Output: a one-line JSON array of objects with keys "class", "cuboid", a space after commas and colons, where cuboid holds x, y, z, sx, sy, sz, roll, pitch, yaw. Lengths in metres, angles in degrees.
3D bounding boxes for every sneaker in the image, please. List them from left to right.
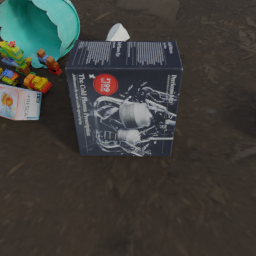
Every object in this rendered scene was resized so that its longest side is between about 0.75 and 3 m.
[{"class": "sneaker", "cuboid": [-0.576, -2.746, 9.955, 1.806, 0.799, 0.680, -53, 40, -1]}]

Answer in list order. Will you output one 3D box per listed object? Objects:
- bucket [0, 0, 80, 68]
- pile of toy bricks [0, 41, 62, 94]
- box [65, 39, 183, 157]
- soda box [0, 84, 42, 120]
[{"class": "bucket", "cuboid": [-2.945, -3.483, 9.571, 2.470, 2.470, 1.607, 13, 46, 13]}, {"class": "pile of toy bricks", "cuboid": [-3.513, -2.200, 8.883, 2.709, 1.337, 1.503, 23, 65, 20]}, {"class": "box", "cuboid": [-0.058, -0.641, 6.675, 2.328, 2.556, 1.331, 0, 42, 1]}, {"class": "soda box", "cuboid": [-3.493, -0.802, 7.619, 2.398, 0.762, 0.820, 15, 10, 29]}]
